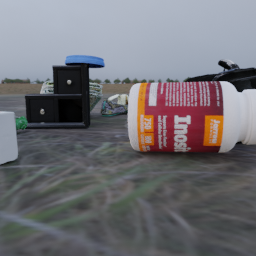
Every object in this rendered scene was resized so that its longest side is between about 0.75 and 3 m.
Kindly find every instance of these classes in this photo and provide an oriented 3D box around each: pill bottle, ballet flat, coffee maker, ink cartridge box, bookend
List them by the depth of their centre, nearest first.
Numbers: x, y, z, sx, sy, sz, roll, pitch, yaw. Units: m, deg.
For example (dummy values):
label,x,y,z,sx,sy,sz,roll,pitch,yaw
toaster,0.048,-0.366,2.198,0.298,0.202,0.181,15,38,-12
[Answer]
label,x,y,z,sx,sy,sz,roll,pitch,yaw
ink cartridge box,-3.366,0.171,5.015,2.235,0.928,1.638,4,10,27
pill bottle,1.315,-0.218,5.570,2.484,1.403,1.403,0,8,11
coffee maker,2.492,-0.571,7.985,2.874,2.016,2.993,-32,8,2
bookend,-2.428,-1.151,9.414,2.245,2.259,1.041,0,9,-3
ballet flat,-0.307,-1.170,13.804,1.028,1.028,2.859,5,10,31

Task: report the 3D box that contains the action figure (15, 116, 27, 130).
label,x,y,z,sx,sy,sz,roll,pitch,yaw
action figure,-4.139,-0.085,7.487,2.927,0.801,1.729,-3,2,-44

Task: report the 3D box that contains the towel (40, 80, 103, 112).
label,x,y,z,sx,sy,sz,roll,pitch,yaw
towel,-2.595,-1.233,12.186,2.462,0.693,2.876,-1,-16,-23

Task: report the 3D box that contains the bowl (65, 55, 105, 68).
label,x,y,z,sx,sy,sz,roll,pitch,yaw
bowl,-1.434,-2.218,9.381,1.332,0.261,1.332,3,5,0
